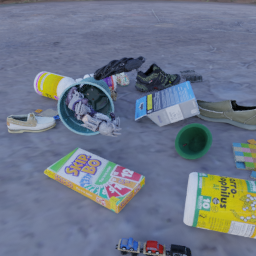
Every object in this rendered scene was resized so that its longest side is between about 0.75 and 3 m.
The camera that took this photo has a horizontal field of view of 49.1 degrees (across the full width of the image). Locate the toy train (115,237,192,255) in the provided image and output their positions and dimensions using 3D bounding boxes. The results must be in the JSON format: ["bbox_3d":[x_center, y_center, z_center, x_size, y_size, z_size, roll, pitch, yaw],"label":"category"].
[{"bbox_3d":[0.569,2.760,6.367,1.734,0.397,0.296,4,31,7],"label":"toy train"}]

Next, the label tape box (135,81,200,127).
[{"bbox_3d":[1.600,-0.922,11.839,2.501,0.827,1.792,-20,28,15],"label":"label tape box"}]

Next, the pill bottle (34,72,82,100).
[{"bbox_3d":[-3.269,-1.915,13.305,2.267,1.182,1.182,17,35,27],"label":"pill bottle"}]

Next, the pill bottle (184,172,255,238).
[{"bbox_3d":[2.639,1.908,6.854,2.377,1.340,1.340,8,32,12],"label":"pill bottle"}]

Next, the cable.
[{"bbox_3d":[-0.439,-2.206,10.342,2.021,0.513,1.649,-22,11,-26],"label":"cable"}]

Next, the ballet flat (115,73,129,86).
[{"bbox_3d":[-0.551,-2.958,15.507,0.808,0.683,2.135,-19,35,-27],"label":"ballet flat"}]

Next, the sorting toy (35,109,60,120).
[{"bbox_3d":[-3.385,-0.568,12.065,1.358,0.185,0.765,18,31,26],"label":"sorting toy"}]

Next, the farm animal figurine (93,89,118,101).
[{"bbox_3d":[-1.107,-1.604,13.017,1.229,0.641,1.216,3,8,-5],"label":"farm animal figurine"}]

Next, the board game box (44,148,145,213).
[{"bbox_3d":[-1.102,1.437,8.589,2.971,0.445,1.419,17,34,30],"label":"board game box"}]

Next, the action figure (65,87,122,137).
[{"bbox_3d":[-1.177,-0.453,9.218,2.637,1.716,0.915,33,88,47],"label":"action figure"}]

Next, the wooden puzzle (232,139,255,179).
[{"bbox_3d":[4.318,0.979,9.521,1.356,0.161,2.287,6,32,9],"label":"wooden puzzle"}]

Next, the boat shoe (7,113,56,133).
[{"bbox_3d":[-3.814,-0.241,11.072,1.853,0.634,0.692,-8,32,-13],"label":"boat shoe"}]

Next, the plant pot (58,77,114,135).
[{"bbox_3d":[-1.547,-1.091,11.312,2.111,2.111,2.068,0,24,1],"label":"plant pot"}]

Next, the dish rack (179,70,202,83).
[{"bbox_3d":[3.517,-2.959,15.851,1.017,0.362,1.325,-7,30,-14],"label":"dish rack"}]

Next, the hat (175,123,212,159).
[{"bbox_3d":[2.514,0.623,10.139,1.268,1.347,1.531,22,76,32],"label":"hat"}]

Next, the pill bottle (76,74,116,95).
[{"bbox_3d":[-1.601,-2.178,13.882,1.852,1.032,1.032,-13,33,-18],"label":"pill bottle"}]

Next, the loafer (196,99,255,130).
[{"bbox_3d":[4.076,-0.804,11.627,2.917,1.016,1.097,15,34,23],"label":"loafer"}]

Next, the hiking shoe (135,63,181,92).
[{"bbox_3d":[1.610,-2.658,14.402,2.585,1.301,0.979,-13,33,-20],"label":"hiking shoe"}]
